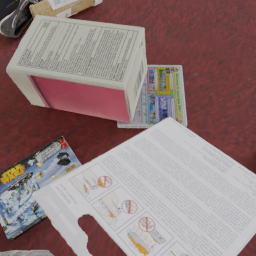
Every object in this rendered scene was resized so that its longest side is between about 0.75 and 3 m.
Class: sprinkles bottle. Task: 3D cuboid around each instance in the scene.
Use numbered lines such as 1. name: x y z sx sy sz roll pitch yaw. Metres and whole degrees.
1. sprinkles bottle: -1.972 -4.017 9.057 2.294 0.783 0.783 -31 68 -14

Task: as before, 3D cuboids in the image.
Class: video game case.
1. video game case: 0.652 -0.919 7.843 1.840 0.223 2.021 1 63 1

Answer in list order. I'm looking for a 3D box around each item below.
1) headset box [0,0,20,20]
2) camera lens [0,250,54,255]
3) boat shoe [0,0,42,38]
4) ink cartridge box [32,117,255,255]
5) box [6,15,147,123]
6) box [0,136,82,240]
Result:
1. headset box: -4.437 -4.765 9.333 2.056 0.954 1.790 34 69 16
2. camera lens: -2.595 3.242 4.773 2.522 2.017 2.017 -5 64 -2
3. boat shoe: -3.242 -3.660 8.942 0.583 0.684 2.045 26 73 18
4. ink cartridge box: 0.425 0.983 3.574 2.492 0.624 2.005 -29 53 -32
5. box: -1.136 -1.506 7.205 2.946 1.605 1.883 11 65 12
6. box: -2.089 1.343 6.603 2.144 0.427 1.468 -32 68 -15
